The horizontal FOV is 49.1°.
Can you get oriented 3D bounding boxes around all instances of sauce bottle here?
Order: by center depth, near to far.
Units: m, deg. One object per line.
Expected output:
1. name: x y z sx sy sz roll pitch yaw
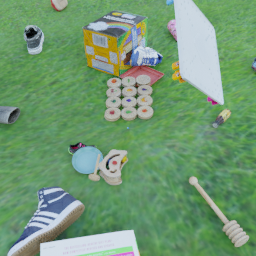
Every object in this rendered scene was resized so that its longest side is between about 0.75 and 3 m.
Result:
1. sauce bottle: 2.987 -0.296 8.945 0.284 0.284 0.859 30 54 28

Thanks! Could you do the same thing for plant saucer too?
1. plant saucer: -1.101 0.902 7.675 0.839 0.151 0.839 2 54 -2
2. plant saucer: 0.534 -1.931 10.699 1.253 0.230 1.251 30 51 27

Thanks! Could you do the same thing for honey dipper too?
1. honey dipper: 2.054 1.862 6.624 0.366 0.366 1.928 -16 43 -17

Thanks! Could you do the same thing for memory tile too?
1. memory tile: 0.038 -1.080 9.638 1.631 0.179 2.128 -2 48 2

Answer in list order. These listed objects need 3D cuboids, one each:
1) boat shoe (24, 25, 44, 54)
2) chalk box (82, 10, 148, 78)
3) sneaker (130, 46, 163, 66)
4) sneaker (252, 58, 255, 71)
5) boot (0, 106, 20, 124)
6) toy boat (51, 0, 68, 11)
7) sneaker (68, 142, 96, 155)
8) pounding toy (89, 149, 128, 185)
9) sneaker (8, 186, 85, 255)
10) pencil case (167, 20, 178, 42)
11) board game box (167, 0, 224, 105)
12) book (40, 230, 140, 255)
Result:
1. boat shoe: -4.269 -4.237 12.695 0.844 0.830 2.341 -13 45 -13
2. chalk box: -0.282 -3.597 11.407 1.718 1.706 2.753 23 47 25
3. sneaker: 0.773 -2.775 11.014 0.838 0.716 1.901 27 34 18
4. sneaker: 5.553 -2.758 11.255 0.820 0.680 1.716 30 51 30
5. boot: -4.431 -0.317 8.844 1.549 0.562 1.408 17 48 8
6. toy boat: -4.023 -7.084 15.901 0.809 0.808 1.238 -11 35 33
7. sneaker: -1.301 0.581 7.960 0.789 0.330 0.303 -5 44 -5
8. pounding toy: -0.403 0.977 7.269 0.699 0.701 1.222 19 47 25
9. sneaker: -1.965 2.018 6.191 0.997 0.644 1.837 35 47 26
10. pencil case: 2.329 -4.604 13.285 0.604 0.578 1.396 -23 44 9
11. board game box: 1.553 -1.777 6.375 0.281 2.176 2.175 -13 71 36
12. book: -0.481 3.346 4.830 1.931 0.695 2.890 -7 45 -10
